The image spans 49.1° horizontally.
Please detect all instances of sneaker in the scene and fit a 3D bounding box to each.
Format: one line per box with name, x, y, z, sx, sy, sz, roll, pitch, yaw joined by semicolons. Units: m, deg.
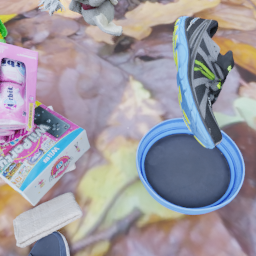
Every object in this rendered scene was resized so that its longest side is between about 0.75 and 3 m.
sneaker;1.443;-0.944;5.143;1.090;0.932;2.630;-4;72;6
sneaker;-1.751;2.805;4.907;0.935;1.776;2.458;5;51;6

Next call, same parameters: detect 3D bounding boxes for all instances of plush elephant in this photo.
plush elephant;-0.821;-3.692;7.544;2.724;2.109;2.243;-48;64;10

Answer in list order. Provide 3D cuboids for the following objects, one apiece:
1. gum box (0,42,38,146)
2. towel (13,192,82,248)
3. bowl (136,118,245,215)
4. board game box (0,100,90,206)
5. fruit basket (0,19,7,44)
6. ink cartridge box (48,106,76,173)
gum box;-2.305;-0.459;4.932;0.763;2.307;1.309;6;77;-36
towel;-1.782;1.992;6.196;1.459;0.252;0.967;-23;24;-18
bowl;1.530;0.920;7.138;2.667;0.524;2.667;0;52;0
board game box;-2.447;0.274;6.504;2.516;0.808;1.856;30;60;21
fruit basket;-5.391;-3.277;9.677;2.808;2.025;2.808;-11;42;10
ink cartridge box;-2.316;0.428;7.366;1.305;0.760;1.803;-21;55;-15
